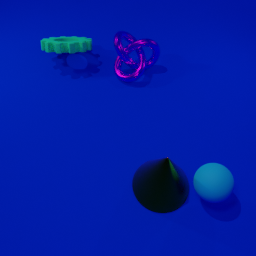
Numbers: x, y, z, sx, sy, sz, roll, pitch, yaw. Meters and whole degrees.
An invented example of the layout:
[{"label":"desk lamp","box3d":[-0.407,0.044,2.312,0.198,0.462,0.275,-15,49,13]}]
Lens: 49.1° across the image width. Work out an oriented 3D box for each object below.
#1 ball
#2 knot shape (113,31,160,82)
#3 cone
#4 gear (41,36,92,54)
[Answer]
[{"label":"ball","box3d":[2.095,1.337,6.863,0.955,0.955,0.955,0,54,0]},{"label":"knot shape","box3d":[0.328,-2.560,9.862,1.683,0.831,1.799,-9,97,-13]},{"label":"cone","box3d":[0.894,1.111,6.981,1.551,1.557,1.551,0,56,0]},{"label":"gear","box3d":[-2.209,-3.040,10.181,1.793,0.332,1.793,1,25,0]}]
